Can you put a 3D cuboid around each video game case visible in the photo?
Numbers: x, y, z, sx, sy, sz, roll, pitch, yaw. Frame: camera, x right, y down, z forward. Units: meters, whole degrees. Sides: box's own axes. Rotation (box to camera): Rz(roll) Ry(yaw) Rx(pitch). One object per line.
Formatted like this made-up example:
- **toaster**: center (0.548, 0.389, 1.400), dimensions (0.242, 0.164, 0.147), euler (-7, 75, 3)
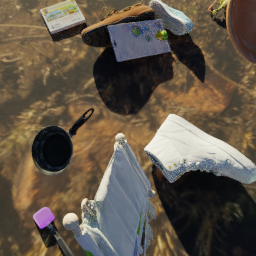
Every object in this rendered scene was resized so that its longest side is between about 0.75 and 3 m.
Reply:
- **video game case**: center (-2.388, -4.102, 10.258), dimensions (1.334, 0.153, 1.214), euler (-24, 67, -10)

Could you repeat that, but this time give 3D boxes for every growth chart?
- **growth chart**: center (-0.026, 1.378, 4.824), dimensions (0.252, 2.060, 2.846), euler (-17, 20, 20)

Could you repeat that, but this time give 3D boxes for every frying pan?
- **frying pan**: center (-1.578, 0.186, 6.528), dimensions (1.157, 0.311, 1.912), euler (28, 95, 20)

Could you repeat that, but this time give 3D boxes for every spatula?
- **spatula**: center (-1.812, 2.683, 7.048), dimensions (0.452, 0.164, 1.600), euler (-38, 70, -16)

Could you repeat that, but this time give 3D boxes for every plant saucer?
- **plant saucer**: center (3.150, -2.451, 5.659), dimensions (2.433, 2.433, 0.455), euler (-4, 28, -2)

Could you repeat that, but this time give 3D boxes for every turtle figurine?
- **turtle figurine**: center (3.755, -4.430, 10.241), dimensions (1.391, 0.448, 1.121), euler (-30, 68, -13)

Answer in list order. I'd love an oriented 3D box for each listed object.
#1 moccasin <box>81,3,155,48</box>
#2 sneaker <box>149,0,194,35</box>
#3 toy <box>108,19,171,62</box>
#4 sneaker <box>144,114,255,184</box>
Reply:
- **moccasin**: center (-0.392, -3.577, 9.569), dimensions (2.672, 0.977, 1.032), euler (-31, 58, -10)
- **sneaker**: center (1.546, -3.940, 9.991), dimensions (0.769, 0.694, 1.878), euler (-25, 64, -37)
- **toy**: center (0.360, -2.918, 9.431), dimensions (2.041, 0.482, 1.175), euler (-16, 90, -18)
- **sneaker**: center (1.808, 0.989, 7.441), dimensions (2.852, 1.051, 1.648), euler (32, 70, 24)
